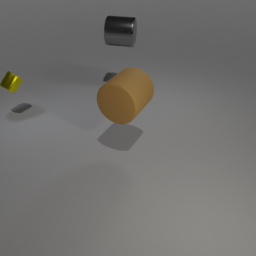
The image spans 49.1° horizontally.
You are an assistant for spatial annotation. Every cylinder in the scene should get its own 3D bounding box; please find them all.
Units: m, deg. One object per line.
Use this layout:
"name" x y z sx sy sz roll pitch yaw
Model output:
"cylinder" -0.061 -1.055 8.985 1.400 1.400 1.400 15 37 23
"cylinder" -4.875 -1.906 11.715 0.700 0.700 0.700 29 -4 2
"cylinder" -0.350 -4.760 13.828 1.400 1.400 1.400 7 32 8
